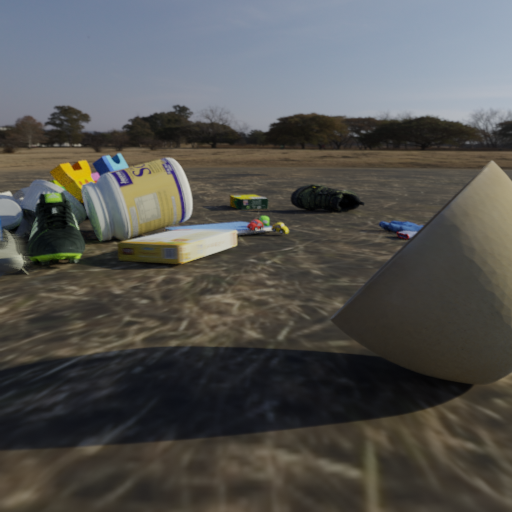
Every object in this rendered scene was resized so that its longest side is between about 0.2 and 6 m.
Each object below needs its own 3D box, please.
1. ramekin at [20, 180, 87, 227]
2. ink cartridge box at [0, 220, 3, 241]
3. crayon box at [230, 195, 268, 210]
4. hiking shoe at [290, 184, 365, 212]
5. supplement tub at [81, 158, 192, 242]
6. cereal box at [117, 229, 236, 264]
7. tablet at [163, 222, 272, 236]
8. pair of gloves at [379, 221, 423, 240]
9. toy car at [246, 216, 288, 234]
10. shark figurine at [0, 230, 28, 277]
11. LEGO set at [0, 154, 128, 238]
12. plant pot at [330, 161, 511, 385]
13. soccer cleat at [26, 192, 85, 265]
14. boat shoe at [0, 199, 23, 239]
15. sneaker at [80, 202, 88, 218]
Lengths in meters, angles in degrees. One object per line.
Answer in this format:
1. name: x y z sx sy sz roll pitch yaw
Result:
1. ramekin: -4.031 -0.859 11.020 1.216 0.638 1.216 22 -26 11
2. ink cartridge box: -4.568 -0.355 8.813 0.970 0.965 1.322 -6 12 -21
3. crayon box: -0.259 -1.626 16.903 0.857 0.343 1.350 -4 13 -19
4. hiking shoe: 2.012 -1.634 15.839 2.030 0.769 1.022 0 8 -6
5. supplement tub: -2.364 -1.102 11.150 1.869 1.359 1.359 -20 18 -23
6. cereal box: -1.291 -0.192 9.539 1.265 0.348 1.759 2 11 28
7. tablet: -0.770 -0.546 11.920 2.080 0.142 1.353 -7 12 -36
8. pair of gloves: 3.598 -0.561 11.839 1.610 0.228 2.003 -2 11 -9
9. toy car: 0.197 -0.694 11.849 0.902 0.201 0.849 7 16 -13
10. shark figurine: -3.462 0.134 7.631 1.325 0.791 0.553 -2 42 53
11. LEGO set: -3.727 -1.196 12.574 1.484 1.596 3.890 -28 5 24
12. plant pot: 1.612 0.309 4.410 1.180 1.758 1.758 46 24 9
13. soccer cleat: -3.365 -0.492 9.286 0.880 1.057 2.607 -4 12 -21
14. boat shoe: -5.435 -0.431 10.105 2.360 0.810 0.668 -15 -21 -31
15. sneaker: -4.796 -1.240 14.059 0.994 0.911 2.334 -1 0 33
